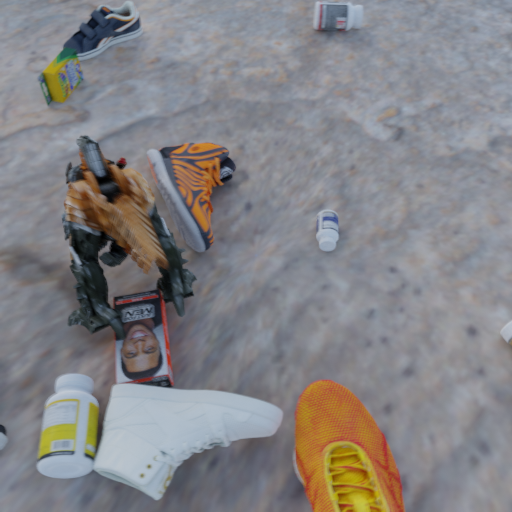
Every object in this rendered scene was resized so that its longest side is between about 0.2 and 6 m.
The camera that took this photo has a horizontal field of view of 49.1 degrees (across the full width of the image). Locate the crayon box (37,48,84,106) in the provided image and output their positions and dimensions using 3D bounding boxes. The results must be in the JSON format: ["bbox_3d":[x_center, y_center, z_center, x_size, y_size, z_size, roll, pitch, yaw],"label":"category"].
[{"bbox_3d":[-3.891,-3.566,11.215,0.279,0.680,1.082,14,54,11],"label":"crayon box"}]

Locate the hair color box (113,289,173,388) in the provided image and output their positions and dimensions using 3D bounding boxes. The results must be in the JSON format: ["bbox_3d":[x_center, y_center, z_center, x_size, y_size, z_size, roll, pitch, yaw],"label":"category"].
[{"bbox_3d":[-1.556,1.155,7.648,0.689,0.416,1.357,-11,53,-5],"label":"hair color box"}]

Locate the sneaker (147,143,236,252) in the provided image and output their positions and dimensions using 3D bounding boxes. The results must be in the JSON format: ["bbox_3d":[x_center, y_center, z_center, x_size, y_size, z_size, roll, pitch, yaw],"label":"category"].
[{"bbox_3d":[-0.857,-1.149,9.134,1.316,0.911,2.348,-20,55,-13],"label":"sneaker"}]

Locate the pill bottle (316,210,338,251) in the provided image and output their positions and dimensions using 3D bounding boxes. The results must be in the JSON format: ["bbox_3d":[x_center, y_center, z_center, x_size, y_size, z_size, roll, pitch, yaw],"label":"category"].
[{"bbox_3d":[1.136,-0.396,8.926,0.350,0.350,0.630,4,52,3],"label":"pill bottle"}]

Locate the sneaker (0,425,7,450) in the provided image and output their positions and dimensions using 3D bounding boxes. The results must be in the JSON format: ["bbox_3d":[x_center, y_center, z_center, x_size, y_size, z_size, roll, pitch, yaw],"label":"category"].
[{"bbox_3d":[-3.663,1.591,7.109,1.938,0.731,1.103,25,56,19],"label":"sneaker"}]

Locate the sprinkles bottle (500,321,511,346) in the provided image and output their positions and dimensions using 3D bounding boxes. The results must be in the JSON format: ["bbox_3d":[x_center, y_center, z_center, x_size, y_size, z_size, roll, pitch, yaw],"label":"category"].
[{"bbox_3d":[3.832,1.399,7.456,0.427,0.427,1.251,-20,55,-15],"label":"sprinkles bottle"}]

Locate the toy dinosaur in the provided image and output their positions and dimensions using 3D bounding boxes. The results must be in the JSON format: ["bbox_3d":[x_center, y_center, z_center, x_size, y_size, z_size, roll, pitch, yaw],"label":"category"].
[{"bbox_3d":[-1.922,-0.324,7.309,1.833,2.436,3.589,-11,20,-1],"label":"toy dinosaur"}]

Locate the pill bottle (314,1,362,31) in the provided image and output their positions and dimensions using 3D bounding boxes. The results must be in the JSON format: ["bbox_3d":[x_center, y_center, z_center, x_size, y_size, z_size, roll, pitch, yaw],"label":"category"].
[{"bbox_3d":[1.864,-5.459,12.762,1.043,0.604,0.604,2,52,1],"label":"pill bottle"}]

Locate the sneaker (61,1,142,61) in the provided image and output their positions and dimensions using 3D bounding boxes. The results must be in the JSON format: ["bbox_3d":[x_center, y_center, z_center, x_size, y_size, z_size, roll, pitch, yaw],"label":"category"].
[{"bbox_3d":[-3.450,-4.996,12.304,1.950,0.774,0.765,-36,61,-23],"label":"sneaker"}]

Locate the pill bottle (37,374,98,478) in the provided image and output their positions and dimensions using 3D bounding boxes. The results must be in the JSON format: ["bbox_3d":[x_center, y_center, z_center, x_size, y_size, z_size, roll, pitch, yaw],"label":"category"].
[{"bbox_3d":[-2.260,2.050,6.815,0.631,0.631,1.126,-4,51,-3],"label":"pill bottle"}]

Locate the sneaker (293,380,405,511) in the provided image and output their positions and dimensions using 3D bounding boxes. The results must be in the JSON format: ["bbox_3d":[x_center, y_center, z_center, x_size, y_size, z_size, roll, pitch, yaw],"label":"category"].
[{"bbox_3d":[1.166,2.750,5.871,1.218,1.288,3.338,-9,51,-6],"label":"sneaker"}]

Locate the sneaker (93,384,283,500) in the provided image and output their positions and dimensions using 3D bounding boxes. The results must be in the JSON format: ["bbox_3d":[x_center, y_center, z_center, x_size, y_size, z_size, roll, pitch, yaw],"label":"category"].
[{"bbox_3d":[-0.815,2.266,6.613,2.180,0.803,1.260,1,53,12],"label":"sneaker"}]
